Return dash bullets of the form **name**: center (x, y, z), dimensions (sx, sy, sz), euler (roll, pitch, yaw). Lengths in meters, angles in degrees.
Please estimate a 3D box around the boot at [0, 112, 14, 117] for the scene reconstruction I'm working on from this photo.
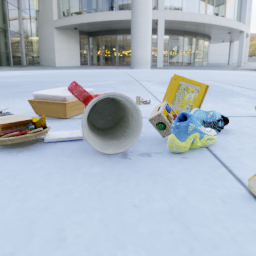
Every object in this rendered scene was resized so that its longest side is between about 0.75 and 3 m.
- **boot**: center (-5.362, -0.399, 12.114), dimensions (0.882, 0.467, 1.339), euler (16, 26, 30)

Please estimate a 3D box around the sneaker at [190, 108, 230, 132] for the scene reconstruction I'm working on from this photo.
- **sneaker**: center (3.121, -0.265, 10.707), dimensions (1.075, 0.937, 2.391), euler (18, 23, 40)

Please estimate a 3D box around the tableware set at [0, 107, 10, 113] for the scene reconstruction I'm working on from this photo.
- **tableware set**: center (-6.113, -0.580, 12.933), dimensions (1.083, 0.328, 1.638), euler (-18, 13, -8)

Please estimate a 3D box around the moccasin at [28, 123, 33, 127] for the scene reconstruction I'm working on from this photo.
- **moccasin**: center (-4.207, -0.169, 11.564), dimensions (0.303, 0.257, 0.753), euler (14, 20, 41)

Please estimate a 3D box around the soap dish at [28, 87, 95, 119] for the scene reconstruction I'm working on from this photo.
- **soap dish**: center (-3.156, -1.322, 14.072), dimensions (2.266, 1.170, 2.880), euler (7, 17, 23)

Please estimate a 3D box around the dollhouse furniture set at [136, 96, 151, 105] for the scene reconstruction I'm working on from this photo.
- **dollhouse furniture set**: center (0.857, -1.682, 16.684), dimensions (0.765, 0.497, 0.702), euler (-12, 20, -37)

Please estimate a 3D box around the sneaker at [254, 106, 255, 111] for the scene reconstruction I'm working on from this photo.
- **sneaker**: center (6.865, -0.886, 12.942), dimensions (0.811, 0.915, 2.190), euler (-7, 16, -23)

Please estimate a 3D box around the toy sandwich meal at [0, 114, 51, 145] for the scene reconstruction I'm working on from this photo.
- **toy sandwich meal**: center (-3.745, -0.042, 9.601), dimensions (2.268, 0.777, 2.268), euler (-8, 10, 1)

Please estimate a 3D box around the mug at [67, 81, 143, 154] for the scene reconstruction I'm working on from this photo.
- **mug**: center (-0.785, -0.648, 9.503), dimensions (1.841, 2.449, 2.759), euler (-20, 13, -6)

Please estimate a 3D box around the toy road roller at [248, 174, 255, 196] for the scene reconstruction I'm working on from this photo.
- **toy road roller**: center (3.235, 1.233, 5.947), dimensions (1.103, 0.805, 0.678), euler (-37, 14, 7)

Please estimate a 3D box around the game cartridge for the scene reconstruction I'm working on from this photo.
- **game cartridge**: center (2.455, -1.385, 12.398), dimensions (1.900, 1.675, 0.308), euler (29, 15, 38)

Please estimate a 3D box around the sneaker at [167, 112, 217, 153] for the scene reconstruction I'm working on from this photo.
- **sneaker**: center (2.177, 0.024, 9.057), dimensions (2.268, 1.191, 0.859), euler (-15, 21, -42)

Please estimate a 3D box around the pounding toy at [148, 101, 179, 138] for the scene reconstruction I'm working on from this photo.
- **pounding toy**: center (1.411, -0.232, 9.859), dimensions (0.827, 1.070, 1.163), euler (-31, 17, 36)

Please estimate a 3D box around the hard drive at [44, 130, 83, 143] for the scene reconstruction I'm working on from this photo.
- **hard drive**: center (-2.320, 0.293, 10.029), dimensions (1.294, 0.164, 0.854), euler (-4, 16, -16)
